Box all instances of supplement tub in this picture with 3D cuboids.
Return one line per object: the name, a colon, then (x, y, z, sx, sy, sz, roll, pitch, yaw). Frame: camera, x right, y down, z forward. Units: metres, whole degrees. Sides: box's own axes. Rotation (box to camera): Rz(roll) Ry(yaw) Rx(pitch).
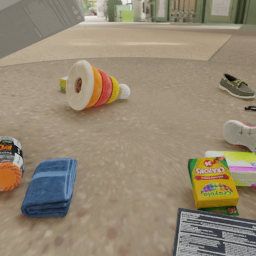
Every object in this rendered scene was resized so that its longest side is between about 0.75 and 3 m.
supplement tub: (-2.558, 0.725, 5.822, 0.743, 0.743, 1.213, -10, 26, -21)

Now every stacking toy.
stacking toy: (-0.902, -1.377, 9.984, 2.293, 1.676, 1.676, 4, 17, -40)

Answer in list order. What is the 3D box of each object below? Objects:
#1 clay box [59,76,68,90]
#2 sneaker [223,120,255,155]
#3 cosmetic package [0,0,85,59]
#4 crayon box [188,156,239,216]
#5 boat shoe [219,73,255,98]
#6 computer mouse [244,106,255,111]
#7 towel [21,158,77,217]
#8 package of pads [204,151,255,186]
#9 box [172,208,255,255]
clay box: (-1.628, -1.779, 11.479, 2.135, 0.508, 1.226, 17, 30, 33)
sneaker: (3.337, 0.250, 6.871, 0.837, 0.788, 2.044, -6, 26, -28)
cosmetic package: (-2.808, -3.257, 7.794, 2.997, 1.351, 1.601, -20, 51, 5)
crayon box: (1.566, 1.061, 5.180, 0.728, 0.291, 1.147, -5, 45, 2)
boat shoe: (4.344, -1.694, 11.207, 0.699, 0.585, 1.957, -7, 26, -15)
computer mouse: (4.648, -0.813, 9.740, 1.387, 0.236, 0.407, -11, 28, -21)
towel: (-1.489, 1.080, 5.488, 0.874, 0.380, 1.565, -3, 25, -4)
package of pads: (2.243, 0.845, 5.983, 1.136, 0.387, 0.877, 2, 25, 4)
box: (1.164, 1.763, 3.566, 1.220, 0.752, 1.210, 6, 26, 13)
